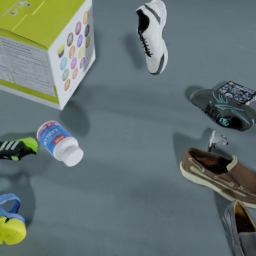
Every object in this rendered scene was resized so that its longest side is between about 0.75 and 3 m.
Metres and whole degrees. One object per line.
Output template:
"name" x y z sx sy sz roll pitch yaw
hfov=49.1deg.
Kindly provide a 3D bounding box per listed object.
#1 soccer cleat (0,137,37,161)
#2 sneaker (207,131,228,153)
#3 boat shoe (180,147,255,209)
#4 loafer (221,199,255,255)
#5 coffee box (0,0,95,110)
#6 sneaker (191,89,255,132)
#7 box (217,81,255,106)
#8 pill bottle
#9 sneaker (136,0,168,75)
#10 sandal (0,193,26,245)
"soccer cleat" -3.825 0.763 9.002 1.786 0.603 0.724 -13 46 -18
"sneaker" 3.059 0.502 9.439 0.615 0.399 1.064 18 43 17
"boat shoe" 2.910 1.351 7.918 2.942 1.088 1.086 17 44 18
"loafer" 2.843 2.681 6.660 0.747 0.742 2.052 -8 42 -10
"coffee box" -2.645 -2.507 8.226 2.519 2.491 2.515 19 58 8
"sneaker" 3.426 -0.672 10.357 2.556 0.964 1.013 25 49 27
"box" 4.412 -1.340 11.581 1.380 0.345 1.390 -32 50 -32
"pill bottle" -1.781 0.420 7.438 0.721 0.721 1.285 -33 55 -32
"sneaker" 0.639 -2.633 8.438 0.878 2.195 0.809 -27 33 -34
"sandal" -3.845 2.213 7.062 2.699 1.073 1.175 6 39 -7
